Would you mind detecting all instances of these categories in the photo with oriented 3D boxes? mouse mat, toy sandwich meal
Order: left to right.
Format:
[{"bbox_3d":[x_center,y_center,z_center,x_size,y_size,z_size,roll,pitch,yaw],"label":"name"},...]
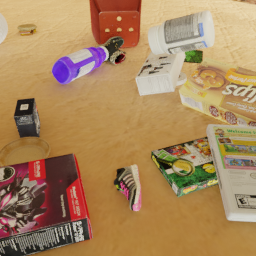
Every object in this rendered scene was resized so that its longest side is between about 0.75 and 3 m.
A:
[{"bbox_3d":[-5.464,-5.353,15.260,1.172,0.401,1.172,0,32,0],"label":"toy sandwich meal"},{"bbox_3d":[2.737,-3.270,12.626,1.253,0.059,1.558,7,36,10],"label":"mouse mat"}]

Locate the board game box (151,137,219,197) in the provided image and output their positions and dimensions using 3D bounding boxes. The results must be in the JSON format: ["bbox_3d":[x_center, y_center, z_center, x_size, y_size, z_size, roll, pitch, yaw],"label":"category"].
[{"bbox_3d":[2.046,0.744,6.849,2.650,0.311,1.388,-13,40,-18],"label":"board game box"}]

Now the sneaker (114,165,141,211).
[{"bbox_3d":[-0.021,1.267,5.978,0.564,0.476,1.290,-3,32,-3],"label":"sneaker"}]

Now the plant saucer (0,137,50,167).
[{"bbox_3d":[-2.563,0.682,6.978,1.260,0.223,1.260,0,36,0],"label":"plant saucer"}]

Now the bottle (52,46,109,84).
[{"bbox_3d":[-1.703,-2.520,10.697,0.833,1.066,2.551,53,45,-4],"label":"bottle"}]

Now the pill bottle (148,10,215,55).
[{"bbox_3d":[1.705,-3.006,9.051,1.944,1.106,1.106,-3,31,29],"label":"pill bottle"}]

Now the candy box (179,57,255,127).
[{"bbox_3d":[3.129,-1.003,8.377,2.769,0.766,1.598,29,72,34],"label":"candy box"}]

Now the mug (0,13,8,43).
[{"bbox_3d":[-7.038,-4.423,12.776,2.836,2.094,2.487,-22,17,21],"label":"mug"}]

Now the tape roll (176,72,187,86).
[{"bbox_3d":[1.713,-1.889,10.559,0.993,0.181,0.993,-2,35,1],"label":"tape roll"}]

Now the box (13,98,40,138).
[{"bbox_3d":[-2.743,-0.223,7.695,0.490,0.857,0.941,-7,36,-10],"label":"box"}]

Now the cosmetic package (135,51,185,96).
[{"bbox_3d":[1.281,-2.287,10.281,1.228,0.753,2.975,-3,35,21],"label":"cosmetic package"}]

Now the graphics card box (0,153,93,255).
[{"bbox_3d":[-2.287,1.538,5.353,2.929,0.745,1.838,-10,37,-12],"label":"graphics card box"}]

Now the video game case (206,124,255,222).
[{"bbox_3d":[3.305,0.922,6.198,2.748,0.303,2.502,3,44,0],"label":"video game case"}]

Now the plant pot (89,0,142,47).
[{"bbox_3d":[-0.510,-5.251,13.442,2.609,2.611,2.301,-4,47,-5],"label":"plant pot"}]

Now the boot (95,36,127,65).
[{"bbox_3d":[-0.493,-3.374,12.280,1.359,0.649,1.799,30,51,32],"label":"boot"}]
